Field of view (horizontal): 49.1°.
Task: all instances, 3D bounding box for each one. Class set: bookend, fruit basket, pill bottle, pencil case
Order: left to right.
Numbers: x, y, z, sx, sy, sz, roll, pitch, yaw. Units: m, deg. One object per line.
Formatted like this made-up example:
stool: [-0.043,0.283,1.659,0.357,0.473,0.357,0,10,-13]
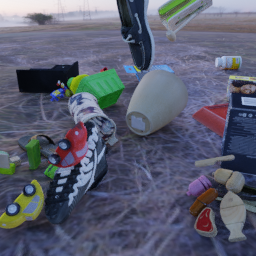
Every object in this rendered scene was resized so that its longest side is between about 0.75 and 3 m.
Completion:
bookend: [-4.140,-2.798,15.021,2.566,1.190,2.583,2,24,4]
pencil case: [-1.298,-0.361,9.653,1.120,1.287,2.878,-36,30,-3]
fruit basket: [-1.606,-1.802,12.079,2.350,1.695,2.350,19,40,-17]
pill bottle: [6.846,-4.470,19.153,1.564,0.869,0.869,1,24,2]

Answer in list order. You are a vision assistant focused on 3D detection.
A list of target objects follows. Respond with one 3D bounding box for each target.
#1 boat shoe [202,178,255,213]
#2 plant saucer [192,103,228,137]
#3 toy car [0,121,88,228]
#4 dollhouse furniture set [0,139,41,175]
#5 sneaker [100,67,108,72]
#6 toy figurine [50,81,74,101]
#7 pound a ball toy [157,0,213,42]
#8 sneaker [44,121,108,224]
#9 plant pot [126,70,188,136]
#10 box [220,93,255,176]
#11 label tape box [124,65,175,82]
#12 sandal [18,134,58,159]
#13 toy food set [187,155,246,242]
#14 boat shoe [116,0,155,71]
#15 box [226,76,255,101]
boat shoe: [2.360,1.387,6.409,1.640,0.532,0.600,13,29,30]
plant saucer: [4.345,-0.329,10.304,2.903,0.533,2.898,-7,25,-18]
toy car: [-1.615,1.005,6.419,0.586,2.626,2.471,39,0,-2]
dollhouse furniture set: [-3.413,0.706,7.712,1.884,0.727,0.941,4,24,8]
sneaker: [-1.415,-3.554,17.492,0.504,0.556,1.308,-9,25,-18]
toy figurine: [-3.121,-1.454,13.025,0.938,0.826,1.565,-41,46,-12]
pound a ball toy: [1.562,-3.052,7.622,1.574,0.669,1.027,-33,63,6]
sneaker: [-1.012,1.117,6.570,0.879,1.196,2.644,-18,38,30]
plant pot: [0.833,-0.709,9.863,1.965,1.965,2.098,13,41,26]
box: [3.159,0.122,7.658,0.979,1.828,1.357,7,25,16]
label tape box: [1.112,-2.970,15.837,2.606,0.825,1.879,-3,24,-6]
sandal: [-2.605,0.485,8.479,1.846,0.504,0.754,18,30,35]
toy food set: [1.826,1.482,5.910,1.288,0.319,2.026,-15,35,31]
boat shoe: [0.117,-2.583,7.127,0.719,2.384,0.901,-21,22,-28]
box: [6.027,-1.643,12.566,2.973,1.119,0.745,8,24,19]
